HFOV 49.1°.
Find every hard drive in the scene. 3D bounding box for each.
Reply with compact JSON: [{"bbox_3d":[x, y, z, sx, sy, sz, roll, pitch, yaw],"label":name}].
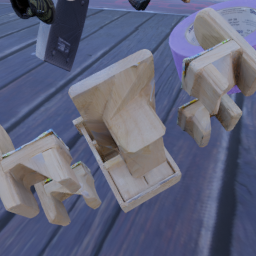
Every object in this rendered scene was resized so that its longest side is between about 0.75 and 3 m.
[{"bbox_3d":[-2.113,-3.310,9.087,0.559,2.643,1.783,17,4,18],"label":"hard drive"}]

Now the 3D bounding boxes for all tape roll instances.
[{"bbox_3d":[2.240,-1.919,6.486,2.413,1.025,2.413,-16,40,14],"label":"tape roll"}]

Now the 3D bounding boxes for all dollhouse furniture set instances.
[{"bbox_3d":[-0.137,-0.114,3.943,2.617,2.849,1.854,-29,65,-7],"label":"dollhouse furniture set"}]

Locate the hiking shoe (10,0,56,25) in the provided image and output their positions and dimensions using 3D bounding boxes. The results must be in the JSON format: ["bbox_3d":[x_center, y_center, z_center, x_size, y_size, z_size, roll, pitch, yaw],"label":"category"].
[{"bbox_3d":[-2.442,-3.001,6.861,0.729,1.926,0.969,5,77,17],"label":"hiking shoe"}]

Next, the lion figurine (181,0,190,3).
[{"bbox_3d":[1.833,-5.244,10.102,0.537,1.482,0.908,-25,54,27],"label":"lion figurine"}]

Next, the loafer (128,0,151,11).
[{"bbox_3d":[0.460,-4.812,10.602,0.553,0.556,1.529,37,27,1],"label":"loafer"}]
